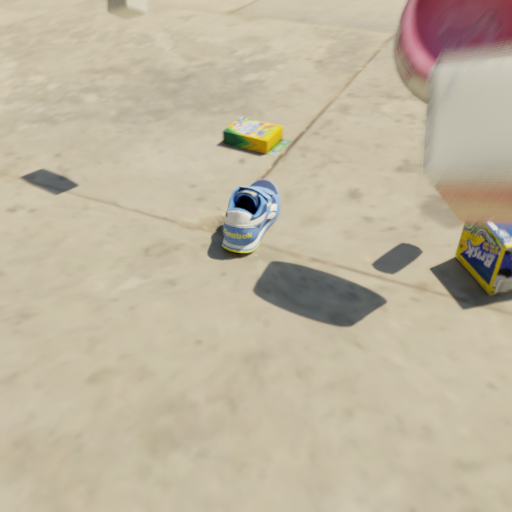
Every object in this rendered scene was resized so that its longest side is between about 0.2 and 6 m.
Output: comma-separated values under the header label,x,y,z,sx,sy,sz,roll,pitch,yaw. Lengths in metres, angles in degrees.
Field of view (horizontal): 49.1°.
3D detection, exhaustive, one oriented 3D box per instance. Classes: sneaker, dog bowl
label,x,y,z,sx,sy,sz,roll,pitch,yaw
sneaker,-0.030,-0.792,8.677,0.662,0.737,1.792,7,37,12
dog bowl,2.408,-2.565,6.371,1.710,1.710,0.631,17,3,20

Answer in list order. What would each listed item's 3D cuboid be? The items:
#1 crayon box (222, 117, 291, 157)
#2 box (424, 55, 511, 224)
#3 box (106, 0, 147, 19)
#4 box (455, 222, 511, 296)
label,x,y,z,sx,sy,sz,roll,pitch,yaw
crayon box,0.022,-2.361,11.031,1.173,0.303,0.738,18,42,21
box,0.859,-0.353,1.890,0.430,0.367,0.673,3,-7,30
box,-2.025,-4.416,8.711,0.519,1.264,0.432,3,6,36
box,4.327,-0.268,7.873,2.765,0.889,0.969,-9,39,-12
